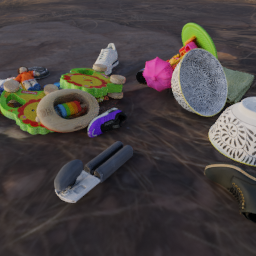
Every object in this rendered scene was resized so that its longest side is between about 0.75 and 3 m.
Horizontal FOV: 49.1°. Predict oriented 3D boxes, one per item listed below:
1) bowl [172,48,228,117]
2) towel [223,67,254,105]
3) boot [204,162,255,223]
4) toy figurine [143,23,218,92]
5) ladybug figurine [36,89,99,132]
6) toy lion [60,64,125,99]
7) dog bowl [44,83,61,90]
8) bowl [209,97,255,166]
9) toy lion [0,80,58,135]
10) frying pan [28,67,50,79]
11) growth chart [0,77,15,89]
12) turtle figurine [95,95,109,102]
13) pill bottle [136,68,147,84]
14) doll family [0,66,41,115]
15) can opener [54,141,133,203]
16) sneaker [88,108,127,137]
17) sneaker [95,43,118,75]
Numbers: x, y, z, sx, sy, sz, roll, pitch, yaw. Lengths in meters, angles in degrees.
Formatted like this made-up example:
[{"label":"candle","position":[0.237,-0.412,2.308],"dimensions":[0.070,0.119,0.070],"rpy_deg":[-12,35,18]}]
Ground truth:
[{"label":"bowl","position":[2.353,-1.520,10.068],"dimensions":[2.395,2.395,1.124],"rpy_deg":[-23,7,-32]},{"label":"towel","position":[3.930,-1.887,11.714],"dimensions":[2.153,0.529,2.902],"rpy_deg":[23,39,30]},{"label":"boot","position":[2.475,1.467,6.399],"dimensions":[1.649,0.639,1.141],"rpy_deg":[15,40,23]},{"label":"toy figurine","position":[1.833,-2.592,11.779],"dimensions":[2.683,2.189,2.915],"rpy_deg":[-33,0,-8]},{"label":"ladybug figurine","position":[-1.911,-0.488,8.798],"dimensions":[2.110,0.759,1.432],"rpy_deg":[-16,71,-37]},{"label":"toy lion","position":[-1.518,-1.810,10.882],"dimensions":[2.415,0.865,2.519],"rpy_deg":[-5,30,-32]},{"label":"dog bowl","position":[-3.134,-1.702,11.744],"dimensions":[0.756,0.187,0.422],"rpy_deg":[-20,38,-28]},{"label":"bowl","position":[3.820,-0.133,8.293],"dimensions":[2.633,1.236,2.633],"rpy_deg":[-1,31,1]},{"label":"toy lion","position":[-3.183,-0.637,9.339],"dimensions":[2.126,0.730,2.038],"rpy_deg":[6,45,-11]},{"label":"frying pan","position":[-4.536,-2.423,12.812],"dimensions":[1.265,0.340,2.092],"rpy_deg":[19,34,28]},{"label":"growth chart","position":[-5.968,-1.748,11.661],"dimensions":[2.763,0.245,2.000],"rpy_deg":[-6,28,-7]},{"label":"turtle figurine","position":[-1.914,-1.147,10.372],"dimensions":[2.083,0.671,1.679],"rpy_deg":[20,19,16]},{"label":"pill bottle","position":[0.882,-2.401,12.463],"dimensions":[0.598,0.598,1.070],"rpy_deg":[22,38,31]},{"label":"doll family","position":[-4.469,-1.277,10.399],"dimensions":[2.651,1.195,1.645],"rpy_deg":[-26,54,-21]},{"label":"can opener","position":[-0.780,0.913,7.011],"dimensions":[0.663,0.831,2.487],"rpy_deg":[21,38,30]},{"label":"sneaker","position":[-0.604,-0.132,8.826],"dimensions":[0.711,0.497,1.430],"rpy_deg":[26,52,36]},{"label":"sneaker","position":[-1.130,-3.266,13.476],"dimensions":[0.943,0.993,2.468],"rpy_deg":[8,35,9]}]
